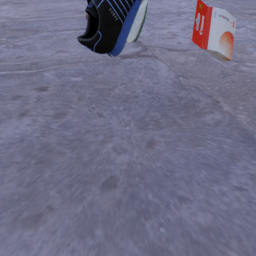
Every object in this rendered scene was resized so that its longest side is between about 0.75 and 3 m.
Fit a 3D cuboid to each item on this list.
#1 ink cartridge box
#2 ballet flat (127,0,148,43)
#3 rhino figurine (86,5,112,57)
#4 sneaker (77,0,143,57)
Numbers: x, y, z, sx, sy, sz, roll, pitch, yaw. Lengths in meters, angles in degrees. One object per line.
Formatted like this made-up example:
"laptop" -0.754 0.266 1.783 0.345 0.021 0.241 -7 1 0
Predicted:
"ink cartridge box" 2.276 -2.557 7.287 0.376 1.217 1.500 3 -9 45
"ballet flat" 0.171 -3.373 7.017 0.811 2.336 0.811 18 12 -4
"rhino figurine" -0.755 -3.026 8.752 0.712 1.629 0.487 -24 10 -35
"sneaker" -0.283 -2.728 5.721 0.963 2.472 0.867 6 22 -35
